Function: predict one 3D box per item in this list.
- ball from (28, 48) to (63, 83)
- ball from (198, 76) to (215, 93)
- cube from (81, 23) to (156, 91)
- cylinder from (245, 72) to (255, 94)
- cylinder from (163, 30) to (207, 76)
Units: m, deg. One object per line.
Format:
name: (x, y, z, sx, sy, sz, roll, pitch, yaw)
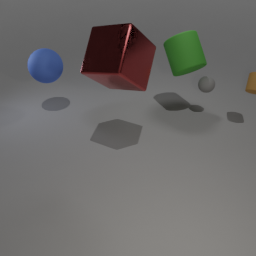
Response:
ball: (-3.373, -2.540, 11.483, 1.400, 1.400, 1.400, 0, 31, 0)
ball: (3.294, -1.830, 11.748, 0.700, 0.700, 0.700, 0, 31, 0)
cube: (-0.245, -1.948, 7.948, 1.400, 1.400, 1.400, 10, -6, 35)
cylinder: (4.865, -1.677, 10.558, 0.700, 0.700, 0.700, 14, 0, 0)
cylinder: (2.295, -2.975, 11.294, 1.400, 1.400, 1.400, -18, -1, 0)
